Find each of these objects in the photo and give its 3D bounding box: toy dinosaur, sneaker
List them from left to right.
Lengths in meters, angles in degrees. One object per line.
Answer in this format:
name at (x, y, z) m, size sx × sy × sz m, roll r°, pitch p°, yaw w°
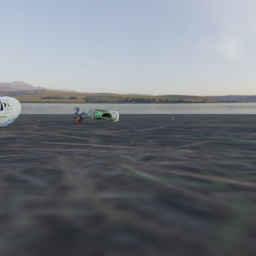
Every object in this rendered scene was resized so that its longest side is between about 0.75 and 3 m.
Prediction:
sneaker at (-3.309, -0.462, 6.990) m, size 0.846 × 0.839 × 2.334 m, roll -20°, pitch 5°, yaw 13°
toy dinosaur at (-1.777, -0.367, 9.857) m, size 0.545 × 1.039 × 0.943 m, roll 28°, pitch -38°, yaw 0°
sneaker at (-0.896, -0.458, 9.451) m, size 1.170 × 0.450 × 0.518 m, roll 4°, pitch -1°, yaw 18°
